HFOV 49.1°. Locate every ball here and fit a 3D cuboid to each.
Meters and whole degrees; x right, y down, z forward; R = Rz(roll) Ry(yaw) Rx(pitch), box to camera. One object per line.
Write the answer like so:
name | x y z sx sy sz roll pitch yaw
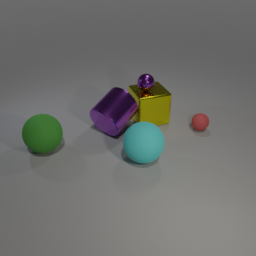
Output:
ball | 2.926 -0.250 11.326 0.700 0.700 0.700 0 33 0
ball | 0.527 0.487 9.446 1.400 1.400 1.400 0 33 0
ball | -3.046 0.191 10.005 1.400 1.400 1.400 0 33 0
ball | 0.721 -1.827 11.223 0.700 0.700 0.700 0 33 0

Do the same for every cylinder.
cylinder | -0.549 -0.643 10.990 1.400 1.400 1.400 23 59 31

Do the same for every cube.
cube | 0.888 -1.000 11.899 1.400 1.400 1.400 -10 34 -16
